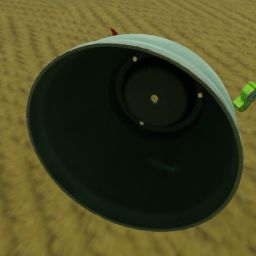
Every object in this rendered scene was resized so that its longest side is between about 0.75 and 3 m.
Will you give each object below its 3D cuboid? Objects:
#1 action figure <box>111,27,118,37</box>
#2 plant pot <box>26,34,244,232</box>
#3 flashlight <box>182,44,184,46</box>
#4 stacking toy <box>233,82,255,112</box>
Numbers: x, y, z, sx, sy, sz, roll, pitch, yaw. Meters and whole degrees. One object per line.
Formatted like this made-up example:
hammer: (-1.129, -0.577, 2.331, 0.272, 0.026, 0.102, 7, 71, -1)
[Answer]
action figure: (-0.887, -1.645, 7.037, 1.896, 0.490, 0.620, -47, 73, 12)
plant pot: (0.201, -0.126, 3.545, 2.355, 2.355, 1.578, 14, 36, 14)
flashlight: (1.148, -1.218, 6.496, 0.618, 1.818, 0.615, 20, 70, 22)
stacking toy: (1.816, -0.440, 2.906, 0.438, 1.863, 1.404, -15, 50, -18)
